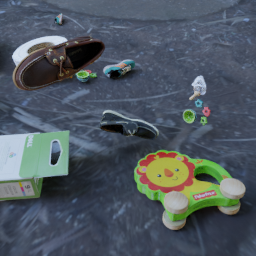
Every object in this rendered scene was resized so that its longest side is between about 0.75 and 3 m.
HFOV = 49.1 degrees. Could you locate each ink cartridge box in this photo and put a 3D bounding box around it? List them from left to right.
[{"bbox_3d":[-2.812,0.932,6.883,2.803,0.831,1.455,-5,43,-5],"label":"ink cartridge box"}]

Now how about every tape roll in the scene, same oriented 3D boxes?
[{"bbox_3d":[-3.203,-2.700,10.637,2.124,0.743,2.124,-6,42,5],"label":"tape roll"}]

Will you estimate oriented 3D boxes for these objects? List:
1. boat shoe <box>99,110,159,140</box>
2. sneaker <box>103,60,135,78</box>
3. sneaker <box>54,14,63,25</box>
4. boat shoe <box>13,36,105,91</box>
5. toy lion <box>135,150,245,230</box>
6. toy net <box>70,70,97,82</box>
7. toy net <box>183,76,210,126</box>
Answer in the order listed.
[{"bbox_3d":[0.021,0.044,7.406,1.580,0.567,0.534,18,47,0],"label":"boat shoe"},{"bbox_3d":[-0.248,-2.170,10.540,1.284,0.458,0.513,-22,53,-16],"label":"sneaker"},{"bbox_3d":[-3.527,-5.547,14.204,0.364,0.325,0.912,1,44,-5],"label":"sneaker"},{"bbox_3d":[-1.485,-1.513,6.301,0.779,0.780,2.215,18,48,43],"label":"boat shoe"},{"bbox_3d":[1.314,1.250,6.758,2.164,0.743,2.074,-10,36,-11],"label":"toy lion"},{"bbox_3d":[-1.951,-2.179,10.615,1.549,0.299,0.813,28,51,28],"label":"toy net"},{"bbox_3d":[1.945,-0.740,7.743,0.261,1.349,0.708,-18,31,-39],"label":"toy net"}]
